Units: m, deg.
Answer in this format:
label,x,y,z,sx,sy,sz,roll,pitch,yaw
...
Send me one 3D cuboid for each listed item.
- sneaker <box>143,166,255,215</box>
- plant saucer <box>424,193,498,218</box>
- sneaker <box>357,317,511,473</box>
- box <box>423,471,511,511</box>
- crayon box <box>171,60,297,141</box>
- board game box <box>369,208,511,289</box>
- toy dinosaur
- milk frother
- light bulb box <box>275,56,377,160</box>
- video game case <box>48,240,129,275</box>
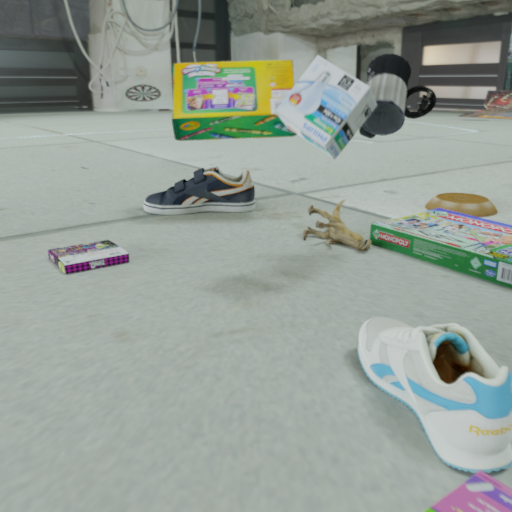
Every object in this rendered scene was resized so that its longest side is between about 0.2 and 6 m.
label,x,y,z,sx,sy,sz,roll,pitch,yaw
sneaker,-1.325,-1.542,12.993,2.591,1.029,1.016,-4,20,-7
plant saucer,4.823,-1.235,13.177,1.637,0.290,1.637,0,19,0
sneaker,1.694,1.026,5.439,0.864,0.912,2.259,-7,19,-14
box,1.331,1.967,3.062,1.286,0.622,1.131,-14,23,-34
crayon box,-0.448,-3.220,11.558,2.523,0.735,1.498,-2,62,-1
board game box,3.835,-0.219,9.904,2.052,0.444,3.050,-14,23,-34
toy dinosaur,1.524,-0.541,10.924,1.144,0.659,2.263,12,23,-14
milk frother,2.108,-2.219,8.253,1.109,1.001,1.043,10,59,9
light bulb box,0.905,-1.905,7.245,0.899,0.907,0.566,40,6,24
video game case,-2.881,0.000,9.615,1.106,0.198,1.002,-12,22,-33
